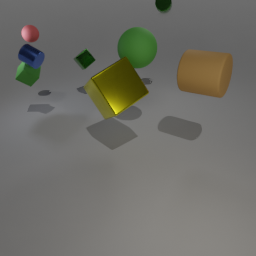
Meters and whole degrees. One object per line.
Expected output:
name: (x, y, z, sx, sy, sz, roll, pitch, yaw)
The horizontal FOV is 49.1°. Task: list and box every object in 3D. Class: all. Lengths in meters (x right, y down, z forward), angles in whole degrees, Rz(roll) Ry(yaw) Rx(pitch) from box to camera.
cube: (-4.077, -2.262, 11.458, 0.700, 0.700, 0.700, 26, 46, -37)
ball: (-4.091, -3.959, 11.754, 0.700, 0.700, 0.700, 0, 31, 0)
ball: (0.326, -2.805, 9.837, 1.400, 1.400, 1.400, 0, 31, 0)
cube: (-2.107, -3.310, 13.533, 0.700, 0.700, 0.700, -43, 19, -9)
cylinder: (2.515, -1.789, 9.153, 1.400, 1.400, 1.400, 16, 34, 30)
cylinder: (1.567, -5.437, 12.261, 0.700, 0.700, 0.700, 6, 15, 10)
cylinder: (-3.644, -2.706, 10.583, 0.700, 0.700, 0.700, 30, 36, 4)
cube: (-0.428, -1.276, 9.322, 1.400, 1.400, 1.400, -36, 8, -18)
